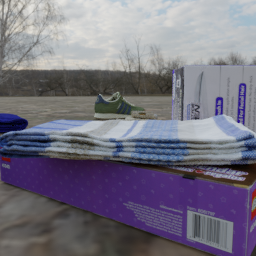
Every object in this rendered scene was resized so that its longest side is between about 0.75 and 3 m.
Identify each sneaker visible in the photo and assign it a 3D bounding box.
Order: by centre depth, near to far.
[{"bbox_3d":[-0.265,-0.919,11.149,2.300,1.032,0.771,-4,9,-30],"label":"sneaker"}]

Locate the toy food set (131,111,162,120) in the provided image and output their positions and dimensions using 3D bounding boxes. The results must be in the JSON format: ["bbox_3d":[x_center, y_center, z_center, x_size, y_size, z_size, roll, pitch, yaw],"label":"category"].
[{"bbox_3d":[0.621,-0.379,9.071,0.736,0.310,1.026,4,-10,23],"label":"toy food set"}]

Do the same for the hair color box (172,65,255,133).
[{"bbox_3d":[2.099,-0.235,4.508,2.698,1.475,0.874,0,8,-4],"label":"hair color box"}]

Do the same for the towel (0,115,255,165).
[{"bbox_3d":[0.065,0.038,2.819,2.132,0.254,1.566,0,9,10],"label":"towel"}]

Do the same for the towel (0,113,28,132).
[{"bbox_3d":[-3.690,-0.144,7.901,1.394,0.468,1.888,3,5,-29],"label":"towel"}]

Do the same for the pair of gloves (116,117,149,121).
[{"bbox_3d":[0.271,-0.121,8.005,1.532,0.316,1.802,2,7,13],"label":"pair of gloves"}]

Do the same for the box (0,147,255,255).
[{"bbox_3d":[0.159,0.381,3.300,2.864,0.560,1.960,6,9,35],"label":"box"}]
